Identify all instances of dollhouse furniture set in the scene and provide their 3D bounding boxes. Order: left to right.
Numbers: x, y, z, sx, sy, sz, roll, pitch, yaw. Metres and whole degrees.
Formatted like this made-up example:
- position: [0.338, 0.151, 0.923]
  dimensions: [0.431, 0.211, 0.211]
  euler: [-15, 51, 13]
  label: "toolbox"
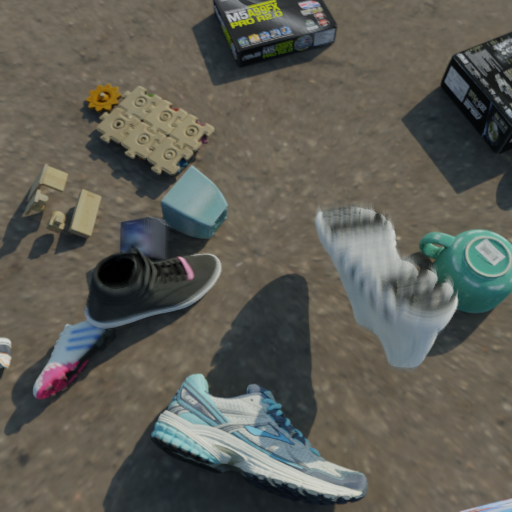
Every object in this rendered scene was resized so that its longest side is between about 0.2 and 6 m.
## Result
- position: [-3.858, -0.927, 11.057]
  dimensions: [1.177, 0.959, 1.120]
  euler: [22, 62, -29]
  label: "dollhouse furniture set"

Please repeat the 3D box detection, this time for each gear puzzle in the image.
- position: [-2.462, -2.753, 11.865]
  dimensions: [3.022, 0.396, 1.565]
  euler: [32, 71, 17]
  label: "gear puzzle"

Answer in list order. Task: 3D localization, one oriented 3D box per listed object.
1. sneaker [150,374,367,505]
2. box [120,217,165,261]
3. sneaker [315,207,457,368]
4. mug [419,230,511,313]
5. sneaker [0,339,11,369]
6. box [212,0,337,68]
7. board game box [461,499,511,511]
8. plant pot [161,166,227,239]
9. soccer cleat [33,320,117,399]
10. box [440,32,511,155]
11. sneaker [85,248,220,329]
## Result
- position: [0.148, 2.793, 8.725]
  dimensions: [3.399, 1.319, 1.467]
  euler: [18, 63, 8]
  label: "sneaker"
- position: [-2.065, -0.284, 10.168]
  dimensions: [0.732, 0.454, 0.738]
  euler: [-7, 79, 32]
  label: "box"
- position: [1.789, 0.344, 8.927]
  dimensions: [1.276, 1.376, 3.396]
  euler: [-7, 36, -13]
  label: "sneaker"
- position: [3.842, 0.211, 10.061]
  dimensions: [1.668, 1.031, 1.370]
  euler: [5, 65, 2]
  label: "mug"
- position: [-4.911, 1.847, 9.565]
  dimensions: [1.379, 0.541, 0.548]
  euler: [-15, 60, -9]
  label: "sneaker"
- position: [0.405, -5.521, 13.031]
  dimensions: [2.413, 0.534, 1.933]
  euler: [-17, 66, -8]
  label: "box"
- position: [3.652, 3.614, 7.762]
  dimensions: [1.741, 2.302, 0.421]
  euler: [-12, 65, -5]
  label: "board game box"
- position: [-1.098, -0.901, 10.658]
  dimensions: [0.998, 0.977, 0.980]
  euler: [33, 69, 9]
  label: "plant pot"
- position: [-3.217, 1.651, 9.638]
  dimensions: [0.763, 0.617, 1.766]
  euler: [36, 62, 16]
  label: "soccer cleat"
- position: [5.327, -3.489, 11.852]
  dimensions: [1.776, 0.934, 2.168]
  euler: [-25, 67, -11]
  label: "box"
- position: [-1.676, 0.353, 9.635]
  dimensions: [2.583, 1.281, 0.913]
  euler: [-21, 63, -25]
  label: "sneaker"
